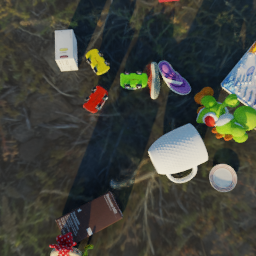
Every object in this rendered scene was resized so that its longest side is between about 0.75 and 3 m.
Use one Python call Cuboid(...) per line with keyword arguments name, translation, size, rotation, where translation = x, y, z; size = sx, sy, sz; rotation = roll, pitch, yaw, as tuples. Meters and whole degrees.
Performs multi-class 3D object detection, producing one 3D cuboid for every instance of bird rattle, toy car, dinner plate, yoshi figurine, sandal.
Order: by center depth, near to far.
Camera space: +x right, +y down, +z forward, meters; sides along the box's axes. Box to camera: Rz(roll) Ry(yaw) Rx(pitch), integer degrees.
Cuboid(name="bird rattle", translation=(-2.045, 4.395, 9.617), size=(1.433, 1.758, 0.990), rotation=(-36, 38, 27))
Cuboid(name="yoshi figurine", translation=(3.608, -0.516, 10.060), size=(1.547, 2.752, 1.541), rotation=(12, 115, -24))
Cuboid(name="dinner plate", translation=(3.680, 1.935, 10.870), size=(1.066, 0.129, 1.066), rotation=(0, 77, 1))
Cuboid(name="toy car", translation=(-0.485, -1.883, 11.497), size=(2.564, 0.608, 2.724), rotation=(0, 78, 0))
Cuboid(name="sandal", translation=(1.877, -2.085, 11.615), size=(0.733, 0.443, 1.802), rotation=(-42, 81, -8))

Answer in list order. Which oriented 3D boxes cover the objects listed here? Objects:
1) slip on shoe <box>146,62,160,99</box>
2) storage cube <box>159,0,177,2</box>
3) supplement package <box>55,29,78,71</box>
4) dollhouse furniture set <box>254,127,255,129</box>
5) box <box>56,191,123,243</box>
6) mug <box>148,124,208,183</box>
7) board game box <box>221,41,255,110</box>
Cuboid(name="slip on shoe", translation=(1.005, -1.946, 11.604), size=(0.472, 0.572, 1.543), rotation=(-8, 82, 33))
Cuboid(name="storage cube", translation=(1.830, -6.285, 12.298), size=(1.094, 0.983, 0.935), rotation=(-7, 77, -1))
Cuboid(name="supplement package", translation=(-2.522, -3.190, 11.563), size=(0.731, 1.027, 1.319), rotation=(-5, 77, -1))
Cuboid(name="dollhouse furniture set", translation=(5.800, -0.383, 10.689), size=(1.798, 0.878, 1.534), rotation=(25, 94, -12))
Cuboid(name="box", translation=(-1.375, 3.296, 10.223), size=(2.189, 0.820, 1.096), rotation=(-27, 78, -8))
Cuboid(name="mug", translation=(1.862, 1.122, 10.472), size=(1.824, 1.536, 2.080), rotation=(-24, 109, -1))
Cuboid(name="board game box", translation=(5.765, -1.984, 11.642), size=(2.737, 0.354, 2.736), rotation=(39, 80, 8))
